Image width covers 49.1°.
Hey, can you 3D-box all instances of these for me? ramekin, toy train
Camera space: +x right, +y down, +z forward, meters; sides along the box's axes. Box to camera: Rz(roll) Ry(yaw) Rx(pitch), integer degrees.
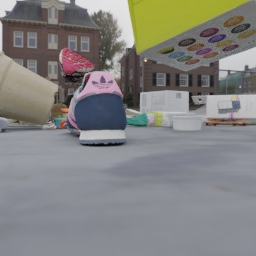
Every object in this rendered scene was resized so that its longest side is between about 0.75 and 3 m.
[{"bbox_3d":[1.575,-0.126,7.459,0.793,0.387,0.793,1,3,0],"label":"ramekin"},{"bbox_3d":[-1.339,-0.282,8.318,2.181,0.607,1.638,0,3,1],"label":"toy train"}]

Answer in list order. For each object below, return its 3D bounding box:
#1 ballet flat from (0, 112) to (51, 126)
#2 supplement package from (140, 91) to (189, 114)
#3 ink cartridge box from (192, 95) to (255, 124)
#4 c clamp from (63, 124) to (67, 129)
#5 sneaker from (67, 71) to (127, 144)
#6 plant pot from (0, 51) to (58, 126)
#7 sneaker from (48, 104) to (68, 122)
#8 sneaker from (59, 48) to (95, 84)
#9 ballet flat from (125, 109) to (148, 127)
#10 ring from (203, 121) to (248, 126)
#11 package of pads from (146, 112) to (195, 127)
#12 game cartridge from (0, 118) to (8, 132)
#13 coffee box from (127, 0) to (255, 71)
[{"bbox_3d":[-3.709,-0.331,9.600,2.220,0.797,0.797,-3,2,17],"label":"ballet flat"},{"bbox_3d":[1.828,-1.081,14.352,1.543,1.531,2.033,-2,4,-37],"label":"supplement package"},{"bbox_3d":[4.120,-0.727,11.478,2.868,0.965,1.679,1,-6,19],"label":"ink cartridge box"},{"bbox_3d":[-0.869,0.026,6.508,1.129,0.179,1.322,7,8,17],"label":"c clamp"},{"bbox_3d":[-0.612,-0.418,5.167,0.969,1.133,2.762,-3,7,-19],"label":"sneaker"},{"bbox_3d":[-3.002,-0.913,7.892,1.748,1.909,1.909,21,-4,-19],"label":"plant pot"},{"bbox_3d":[-3.902,-0.584,11.858,1.326,0.857,2.445,-4,3,43],"label":"sneaker"},{"bbox_3d":[-1.850,-2.028,9.696,1.135,1.051,2.816,31,9,-10],"label":"sneaker"},{"bbox_3d":[-0.157,-0.340,9.428,1.680,0.591,0.566,0,7,9],"label":"ballet flat"},{"bbox_3d":[3.632,-0.167,10.461,1.600,0.154,1.600,0,2,0],"label":"ring"},{"bbox_3d":[1.424,-0.318,9.799,1.159,0.512,1.501,-2,4,-28],"label":"package of pads"},{"bbox_3d":[-4.099,-0.071,6.725,2.086,0.422,1.391,-2,0,-32],"label":"game cartridge"},{"bbox_3d":[1.686,-3.120,6.586,2.587,2.591,2.563,-15,-9,37],"label":"coffee box"}]
